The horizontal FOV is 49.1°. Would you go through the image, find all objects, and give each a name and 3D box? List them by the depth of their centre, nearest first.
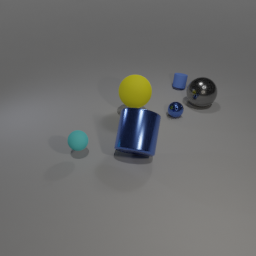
[{"bbox_3d":[-1.697,0.425,9.505,0.700,0.700,0.700,0,32,0],"label":"ball"},{"bbox_3d":[0.334,0.164,9.604,1.400,1.400,1.400,10,-11,2],"label":"cylinder"},{"bbox_3d":[0.300,-1.528,11.749,1.400,1.400,1.400,0,32,0],"label":"ball"},{"bbox_3d":[2.093,-0.811,12.324,0.700,0.700,0.700,0,32,0],"label":"ball"},{"bbox_3d":[3.435,-1.663,13.056,1.400,1.400,1.400,0,32,0],"label":"ball"},{"bbox_3d":[2.771,-2.524,14.923,0.700,0.700,0.700,7,20,-3],"label":"cylinder"}]
